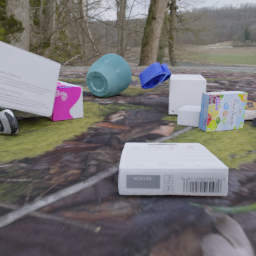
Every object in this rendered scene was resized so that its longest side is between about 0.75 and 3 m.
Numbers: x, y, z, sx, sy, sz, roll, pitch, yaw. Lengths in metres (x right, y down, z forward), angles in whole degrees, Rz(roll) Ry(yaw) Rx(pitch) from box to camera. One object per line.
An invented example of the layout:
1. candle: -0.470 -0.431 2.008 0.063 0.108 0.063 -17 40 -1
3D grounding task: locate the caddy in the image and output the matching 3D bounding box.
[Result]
1. caddy: 1.180 -2.190 12.215 1.061 0.788 1.501 -7 -17 -42

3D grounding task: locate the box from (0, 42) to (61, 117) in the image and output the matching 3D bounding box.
1. box: -4.273 -1.633 10.465 2.452 2.101 2.440 13 -8 -40

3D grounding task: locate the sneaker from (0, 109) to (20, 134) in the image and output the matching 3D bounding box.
1. sneaker: -4.549 -0.110 9.464 2.369 0.876 0.939 3 24 34

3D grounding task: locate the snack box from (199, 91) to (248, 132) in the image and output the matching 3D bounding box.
1. snack box: 3.411 -0.613 10.057 1.599 1.349 0.541 -6 18 -19

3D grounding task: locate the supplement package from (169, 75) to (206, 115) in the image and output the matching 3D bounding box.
1. supplement package: 2.737 -1.629 13.208 1.570 1.590 2.622 3 16 9

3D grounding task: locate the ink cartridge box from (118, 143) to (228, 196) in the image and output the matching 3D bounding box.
1. ink cartridge box: 0.889 0.856 6.594 2.133 0.659 2.630 0 6 2

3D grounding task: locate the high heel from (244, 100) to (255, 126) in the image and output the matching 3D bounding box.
1. high heel: 4.996 -0.868 11.621 1.746 0.874 2.449 -17 38 -30

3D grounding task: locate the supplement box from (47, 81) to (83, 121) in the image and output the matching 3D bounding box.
1. supplement box: -3.171 -1.268 12.387 1.359 1.388 2.685 -10 20 -34

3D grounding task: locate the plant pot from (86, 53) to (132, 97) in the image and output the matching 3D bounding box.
1. plant pot: -1.326 -2.963 16.775 2.495 2.495 2.002 8 32 26

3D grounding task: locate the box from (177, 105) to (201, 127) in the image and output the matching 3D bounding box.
1. box: 2.518 -0.492 11.011 0.858 0.599 1.126 8 18 27
